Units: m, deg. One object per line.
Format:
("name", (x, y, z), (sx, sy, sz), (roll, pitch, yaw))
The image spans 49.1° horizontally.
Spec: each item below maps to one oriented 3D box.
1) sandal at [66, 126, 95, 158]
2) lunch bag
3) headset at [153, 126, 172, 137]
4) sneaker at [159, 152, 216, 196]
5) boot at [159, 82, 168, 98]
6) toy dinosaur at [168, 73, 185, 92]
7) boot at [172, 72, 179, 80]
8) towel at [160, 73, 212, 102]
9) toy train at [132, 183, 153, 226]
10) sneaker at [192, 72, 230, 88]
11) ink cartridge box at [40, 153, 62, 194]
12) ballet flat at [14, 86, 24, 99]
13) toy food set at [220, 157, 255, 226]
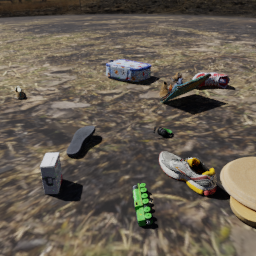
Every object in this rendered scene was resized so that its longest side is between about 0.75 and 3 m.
("sandal", (-1.624, 0.473, 9.649), (0.634, 0.357, 1.666), (4, 37, 21))
("lunch bag", (0.022, -3.408, 16.279), (2.480, 0.937, 1.987), (20, 32, 31))
("headset", (1.261, 0.094, 10.233), (0.808, 0.379, 0.499), (-3, 25, -30))
("sneaker", (1.692, 1.081, 7.932), (0.751, 0.793, 1.930), (-23, 35, -37))
("boot", (1.780, -1.861, 13.775), (0.456, 0.468, 1.240), (6, 39, 1))
("toy dinosaur", (2.556, -2.165, 14.230), (1.532, 0.804, 1.390), (15, 48, 7))
("boot", (2.744, -2.984, 16.135), (0.341, 0.332, 0.903), (-3, 28, 18))
("towel", (2.627, -1.834, 12.840), (2.156, 0.234, 1.581), (-24, -8, -28))
("toy train", (0.336, 1.880, 7.006), (0.388, 0.287, 1.375), (-11, 28, 1))
("sneaker", (4.421, -2.477, 14.690), (2.085, 0.743, 1.172), (-15, 28, -30))
("ink cartridge box", (-2.053, 1.208, 7.552), (0.384, 0.921, 0.668), (0, 28, -1))
("ballet flat", (-5.352, -1.828, 13.802), (0.456, 0.422, 1.294), (-12, 30, -27))
("toy food set", (3.603, 1.544, 7.304), (2.294, 0.564, 2.317), (-2, 28, -4))
